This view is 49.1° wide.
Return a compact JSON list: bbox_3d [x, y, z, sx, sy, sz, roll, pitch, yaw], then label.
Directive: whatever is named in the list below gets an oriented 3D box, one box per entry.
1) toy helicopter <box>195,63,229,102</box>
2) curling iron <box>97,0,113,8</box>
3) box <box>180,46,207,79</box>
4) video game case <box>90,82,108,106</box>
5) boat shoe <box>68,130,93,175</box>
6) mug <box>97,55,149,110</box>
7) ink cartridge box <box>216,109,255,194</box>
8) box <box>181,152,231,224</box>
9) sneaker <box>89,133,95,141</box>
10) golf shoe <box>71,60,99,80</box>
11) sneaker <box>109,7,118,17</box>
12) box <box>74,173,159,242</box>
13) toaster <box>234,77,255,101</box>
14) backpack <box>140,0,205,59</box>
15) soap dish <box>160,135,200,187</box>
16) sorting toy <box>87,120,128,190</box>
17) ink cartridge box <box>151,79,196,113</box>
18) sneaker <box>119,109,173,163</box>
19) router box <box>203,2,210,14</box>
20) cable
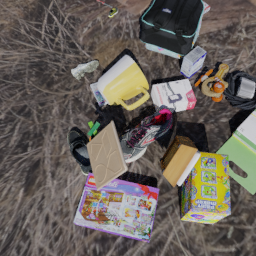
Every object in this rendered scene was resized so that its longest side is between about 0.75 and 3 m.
[{"bbox_3d":[3.836,-2.169,12.375,1.292,0.771,1.954,25,63,23],"label":"toy helicopter"},{"bbox_3d":[-1.267,-6.752,15.086,1.123,0.144,0.278,35,67,17],"label":"curling iron"},{"bbox_3d":[2.920,-2.935,12.553,0.970,1.054,0.553,-41,69,-19],"label":"box"},{"bbox_3d":[-0.859,-1.649,12.391,1.304,0.154,1.187,-21,64,-12],"label":"video game case"},{"bbox_3d":[-1.852,0.823,10.788,0.755,0.670,2.021,-18,64,-9],"label":"boat shoe"},{"bbox_3d":[-0.252,-1.700,10.926,1.667,1.627,2.031,-35,23,-4],"label":"mug"},{"bbox_3d":[4.929,0.819,10.824,2.849,0.683,2.073,-40,69,-21],"label":"ink cartridge box"},{"bbox_3d":[2.544,2.055,9.404,1.196,1.960,1.888,6,62,3],"label":"box"},{"bbox_3d":[-1.065,0.878,10.751,0.532,0.685,1.522,-28,66,-14],"label":"sneaker"},{"bbox_3d":[-1.989,-2.806,12.822,1.335,0.523,0.649,-33,61,-17],"label":"golf shoe"},{"bbox_3d":[-0.752,-6.116,14.649,0.284,0.323,0.764,25,65,12],"label":"sneaker"},{"bbox_3d":[-0.359,2.761,9.849,2.643,0.517,1.808,12,63,6],"label":"box"},{"bbox_3d":[5.052,-1.649,12.132,0.700,0.616,1.084,17,63,6],"label":"toaster"},{"bbox_3d":[2.089,-4.821,12.877,2.547,2.221,2.898,19,68,10],"label":"backpack"},{"bbox_3d":[1.553,0.939,8.716,0.671,1.653,1.301,30,100,-2],"label":"soap dish"},{"bbox_3d":[-0.771,0.567,9.116,0.361,1.812,2.451,5,56,-37],"label":"sorting toy"},{"bbox_3d":[1.910,-1.322,11.916,1.610,0.679,1.166,-11,63,-6],"label":"ink cartridge box"},{"bbox_3d":[0.528,0.210,10.890,2.870,1.072,1.157,-38,68,-18],"label":"sneaker"},{"bbox_3d":[3.705,-6.329,14.810,0.952,0.233,0.855,-39,69,-18],"label":"router box"},{"bbox_3d":[5.020,-1.615,12.163,1.738,0.541,2.130,-24,53,-1],"label":"cable"}]
